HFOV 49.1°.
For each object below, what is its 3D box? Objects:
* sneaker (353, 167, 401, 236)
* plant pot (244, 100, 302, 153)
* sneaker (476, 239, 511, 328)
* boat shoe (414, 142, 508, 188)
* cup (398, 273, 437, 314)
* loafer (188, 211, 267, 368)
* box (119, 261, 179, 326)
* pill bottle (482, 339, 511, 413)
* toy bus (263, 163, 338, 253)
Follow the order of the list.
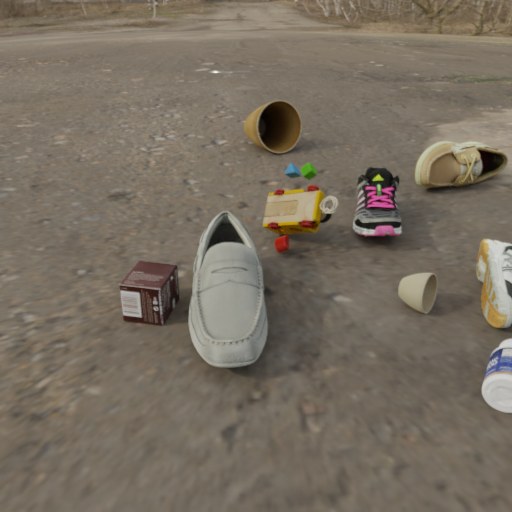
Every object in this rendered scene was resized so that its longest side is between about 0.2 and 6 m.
[{"bbox_3d":[2.431,-1.152,11.262,0.919,1.090,2.492,2,23,8],"label":"sneaker"},{"bbox_3d":[0.318,-3.748,16.314,1.451,1.451,1.557,-14,17,-24],"label":"plant pot"},{"bbox_3d":[4.070,0.360,8.758,1.001,0.864,2.284,8,29,15],"label":"sneaker"},{"bbox_3d":[4.983,-2.214,13.466,2.919,1.080,0.969,-20,28,-33],"label":"boat shoe"},{"bbox_3d":[2.484,0.543,8.706,0.452,0.631,0.631,11,29,35],"label":"cup"},{"bbox_3d":[-0.463,0.378,8.366,1.165,1.163,3.332,-5,28,-6],"label":"loafer"},{"bbox_3d":[-1.621,0.558,8.584,0.656,0.663,0.799,5,28,10],"label":"box"},{"bbox_3d":[3.171,1.456,6.991,0.537,0.537,0.968,14,31,25],"label":"pill bottle"},{"bbox_3d":[0.910,-0.815,10.637,0.818,1.493,1.583,23,29,-45],"label":"toy bus"}]
